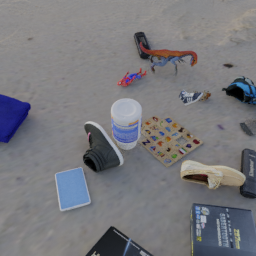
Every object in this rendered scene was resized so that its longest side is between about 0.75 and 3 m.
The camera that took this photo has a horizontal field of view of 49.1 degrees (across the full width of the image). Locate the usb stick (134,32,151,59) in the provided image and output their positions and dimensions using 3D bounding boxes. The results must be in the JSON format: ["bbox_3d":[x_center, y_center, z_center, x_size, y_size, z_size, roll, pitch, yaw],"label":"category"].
[{"bbox_3d":[0.857,-4.882,16.429,0.750,0.441,2.706,-10,45,-1],"label":"usb stick"}]

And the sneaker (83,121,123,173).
[{"bbox_3d":[-1.305,0.676,10.434,1.187,0.846,2.394,-23,53,-29],"label":"sneaker"}]

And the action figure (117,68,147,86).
[{"bbox_3d":[0.135,-2.537,14.067,1.755,0.453,0.574,-35,56,-27],"label":"action figure"}]

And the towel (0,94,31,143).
[{"bbox_3d":[-5.844,-0.538,11.699,2.974,0.737,2.196,15,52,6],"label":"towel"}]

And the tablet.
[{"bbox_3d":[-1.911,2.053,9.577,1.007,0.106,1.548,-12,45,-12],"label":"tablet"}]

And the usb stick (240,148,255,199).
[{"bbox_3d":[4.285,1.565,9.904,0.581,0.342,2.097,13,46,13],"label":"usb stick"}]

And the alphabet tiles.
[{"bbox_3d":[1.477,0.359,11.327,1.998,0.090,2.390,-29,51,-26],"label":"alphabet tiles"}]

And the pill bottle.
[{"bbox_3d":[-0.056,-0.060,10.323,1.088,1.942,1.088,0,52,-1],"label":"pill bottle"}]

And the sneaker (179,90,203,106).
[{"bbox_3d":[2.410,-1.269,10.940,0.591,1.090,0.382,45,63,-9],"label":"sneaker"}]

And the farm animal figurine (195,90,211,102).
[{"bbox_3d":[3.349,-1.443,12.966,0.875,0.440,0.706,-2,26,2],"label":"farm animal figurine"}]

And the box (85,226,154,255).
[{"bbox_3d":[-0.128,3.927,7.327,2.248,0.489,1.801,28,47,26],"label":"box"}]

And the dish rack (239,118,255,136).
[{"bbox_3d":[5.259,-0.093,11.635,1.105,0.301,0.848,-10,44,-10],"label":"dish rack"}]

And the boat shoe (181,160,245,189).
[{"bbox_3d":[2.824,1.710,9.511,2.129,0.785,0.737,8,47,21],"label":"boat shoe"}]

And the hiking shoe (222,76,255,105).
[{"bbox_3d":[5.722,-1.342,12.497,1.233,1.058,2.845,-33,43,-24],"label":"hiking shoe"}]

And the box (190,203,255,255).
[{"bbox_3d":[2.712,3.341,7.907,1.815,0.587,2.302,7,45,5],"label":"box"}]

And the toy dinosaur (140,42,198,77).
[{"bbox_3d":[2.204,-3.511,14.096,2.315,2.551,1.339,-18,55,27],"label":"toy dinosaur"}]
